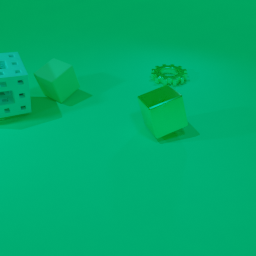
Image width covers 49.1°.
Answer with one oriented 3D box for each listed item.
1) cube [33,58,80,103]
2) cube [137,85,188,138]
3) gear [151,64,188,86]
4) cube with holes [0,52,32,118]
[{"bbox_3d":[-2.424,-1.635,9.627,0.971,0.971,0.971,25,59,29],"label":"cube"},{"bbox_3d":[0.977,-0.489,7.990,0.998,0.998,0.998,-22,30,-7],"label":"cube"},{"bbox_3d":[1.603,-2.092,10.966,1.398,0.258,1.398,-1,37,1],"label":"gear"},{"bbox_3d":[-3.875,-1.310,8.560,1.392,1.392,1.392,-13,47,-26],"label":"cube with holes"}]
